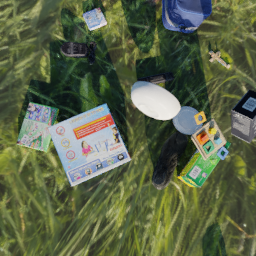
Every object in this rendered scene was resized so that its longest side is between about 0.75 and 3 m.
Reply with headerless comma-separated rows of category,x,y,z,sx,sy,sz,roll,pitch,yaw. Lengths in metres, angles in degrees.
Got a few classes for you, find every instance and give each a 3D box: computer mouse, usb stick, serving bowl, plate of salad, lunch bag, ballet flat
computer mouse,-2.084,-3.199,11.771,1.467,0.387,1.016,5,78,-10
usb stick,1.126,-1.997,11.564,1.519,0.248,0.421,-12,71,-2
serving bowl,0.868,-0.832,9.869,1.873,1.873,0.616,29,73,5
plate of salad,2.362,-0.289,11.166,1.203,0.289,1.203,2,70,-4
lunch bag,2.344,-5.090,11.529,1.620,1.578,2.385,6,78,-16
ballet flat,1.598,1.184,10.831,0.837,0.715,2.519,24,73,20

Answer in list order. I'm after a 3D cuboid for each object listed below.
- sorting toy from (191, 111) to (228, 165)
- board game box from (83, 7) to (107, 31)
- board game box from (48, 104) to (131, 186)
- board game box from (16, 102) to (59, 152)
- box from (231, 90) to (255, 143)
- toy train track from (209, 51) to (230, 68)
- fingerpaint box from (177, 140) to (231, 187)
sorting toy,2.672,0.359,9.094,1.073,0.259,1.905,-38,106,-14
board game box,-1.439,-4.725,12.143,0.798,0.173,0.794,-24,81,-5
board game box,-1.455,0.635,10.687,2.413,0.674,2.362,-23,83,-7
board game box,-3.582,-0.058,11.164,1.200,0.260,1.783,14,79,2
box,3.996,-0.360,9.211,0.736,1.411,1.044,33,71,34
toy train track,3.868,-2.900,11.783,1.053,0.171,0.604,42,82,7
fingerpaint box,2.735,1.224,10.237,0.693,1.577,1.891,37,81,7
